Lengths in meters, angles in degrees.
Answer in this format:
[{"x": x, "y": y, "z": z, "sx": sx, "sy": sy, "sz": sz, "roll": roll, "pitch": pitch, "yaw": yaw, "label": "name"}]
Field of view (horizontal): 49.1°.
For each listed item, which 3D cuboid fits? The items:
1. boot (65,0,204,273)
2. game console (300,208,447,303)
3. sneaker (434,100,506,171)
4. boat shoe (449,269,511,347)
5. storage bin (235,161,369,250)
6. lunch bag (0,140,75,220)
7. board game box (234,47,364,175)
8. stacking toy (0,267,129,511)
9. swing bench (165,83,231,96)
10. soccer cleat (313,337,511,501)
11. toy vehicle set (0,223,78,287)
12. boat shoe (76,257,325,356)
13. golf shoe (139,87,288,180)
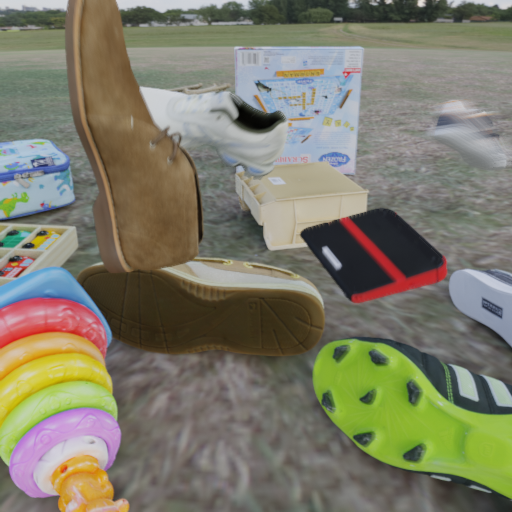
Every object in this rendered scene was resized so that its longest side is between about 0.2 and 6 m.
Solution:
[{"x": -0.911, "y": -0.944, "z": 4.472, "sx": 0.869, "sy": 2.304, "sz": 0.848, "roll": -1, "pitch": 28, "yaw": 8, "label": "boot"}, {"x": 1.025, "y": -0.034, "z": 4.958, "sx": 0.970, "sy": 0.170, "sz": 1.097, "roll": -17, "pitch": 37, "yaw": -12, "label": "game console"}, {"x": 3.144, "y": -1.712, "z": 8.006, "sx": 1.501, "sy": 0.596, "sz": 0.589, "roll": 20, "pitch": -9, "yaw": -39, "label": "sneaker"}, {"x": 3.291, "y": 0.707, "z": 6.730, "sx": 0.757, "sy": 0.801, "sz": 2.233, "roll": -9, "pitch": 19, "yaw": -15, "label": "boat shoe"}, {"x": 0.759, "y": -0.957, "z": 10.059, "sx": 1.928, "sy": 0.910, "sz": 1.942, "roll": -7, "pitch": 26, "yaw": -13, "label": "storage bin"}, {"x": -4.891, "y": -1.592, "z": 11.248, "sx": 2.107, "sy": 1.081, "sz": 2.621, "roll": -14, "pitch": 28, "yaw": -22, "label": "lunch bag"}, {"x": 0.920, "y": -3.268, "z": 12.740, "sx": 2.805, "sy": 2.798, "sz": 0.577, "roll": 1, "pitch": 23, "yaw": 0, "label": "board game box"}, {"x": -1.665, "y": 1.432, "z": 4.733, "sx": 1.477, "sy": 1.396, "sz": 2.544, "roll": -32, "pitch": 46, "yaw": -14, "label": "stacking toy"}, {"x": -2.074, "y": -4.949, "z": 18.217, "sx": 1.859, "sy": 1.206, "sz": 1.849, "roll": 16, "pitch": 30, "yaw": 31, "label": "swing bench"}, {"x": 1.884, "y": 1.493, "z": 4.910, "sx": 3.129, "sy": 1.056, "sz": 1.268, "roll": 13, "pitch": -4, "yaw": 44, "label": "soccer cleat"}, {"x": -3.988, "y": 0.246, "z": 8.088, "sx": 1.795, "sy": 0.383, "sz": 2.889, "roll": 2, "pitch": 25, "yaw": 5, "label": "toy vehicle set"}, {"x": -0.653, "y": 0.555, "z": 6.798, "sx": 2.991, "sy": 1.107, "sz": 0.993, "roll": 9, "pitch": 17, "yaw": 8, "label": "boat shoe"}, {"x": -0.706, "y": -1.911, "z": 7.465, "sx": 2.404, "sy": 1.169, "sz": 0.941, "roll": 13, "pitch": 62, "yaw": -12, "label": "golf shoe"}]
